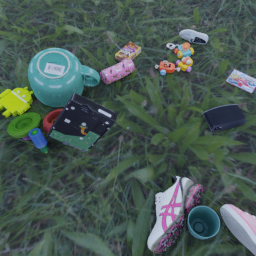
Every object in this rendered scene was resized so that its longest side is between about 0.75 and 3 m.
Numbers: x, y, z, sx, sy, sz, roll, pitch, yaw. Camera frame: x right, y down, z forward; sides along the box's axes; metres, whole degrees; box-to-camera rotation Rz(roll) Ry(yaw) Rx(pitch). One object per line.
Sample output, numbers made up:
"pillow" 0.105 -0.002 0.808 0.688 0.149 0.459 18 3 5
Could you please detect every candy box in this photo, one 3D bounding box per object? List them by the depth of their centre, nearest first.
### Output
"candy box" 0.012 -3.507 13.155 0.668 0.323 1.145 34 65 19

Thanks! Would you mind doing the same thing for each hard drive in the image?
"hard drive" -1.533 -0.089 9.112 1.533 2.195 0.415 26 47 -19
"hard drive" 3.855 -0.451 11.148 1.499 0.317 1.011 -13 58 -8

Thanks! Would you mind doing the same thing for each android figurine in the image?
"android figurine" -4.655 -1.105 11.587 1.448 0.327 1.591 36 66 21

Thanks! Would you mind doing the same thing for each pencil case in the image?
"pencil case" -0.466 -2.500 12.317 1.519 0.629 0.657 -31 34 -18

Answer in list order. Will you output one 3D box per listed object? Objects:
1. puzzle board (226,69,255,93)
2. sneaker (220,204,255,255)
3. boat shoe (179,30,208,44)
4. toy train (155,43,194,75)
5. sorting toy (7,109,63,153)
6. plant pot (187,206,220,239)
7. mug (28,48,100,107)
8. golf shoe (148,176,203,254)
"puzzle board" 5.069 -2.093 12.358 1.207 0.105 0.910 31 62 18
"sneaker" 4.034 3.067 8.507 1.264 0.910 2.417 -36 68 -20
"boat shoe" 3.195 -4.399 13.633 1.413 0.493 0.503 13 53 5
"toy train" 2.210 -3.291 12.846 1.613 0.597 2.147 14 58 9
"sorting toy" -3.153 0.163 10.493 2.523 1.036 1.516 -8 41 9
"plant pot" 2.258 2.980 8.643 0.940 0.755 0.940 0 57 0
"mug" -2.687 -2.219 11.260 2.586 1.599 2.124 -35 77 -17
"golf shoe" 1.284 2.658 8.829 1.220 0.962 2.650 22 52 29
